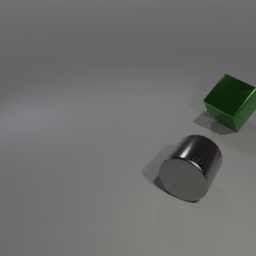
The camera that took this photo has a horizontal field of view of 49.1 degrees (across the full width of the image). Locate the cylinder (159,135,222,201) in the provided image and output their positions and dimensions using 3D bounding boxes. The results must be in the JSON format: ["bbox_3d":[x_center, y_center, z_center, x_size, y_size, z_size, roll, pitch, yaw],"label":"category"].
[{"bbox_3d":[1.803,1.100,7.972,1.400,1.400,1.400,17,34,27],"label":"cylinder"}]

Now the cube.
[{"bbox_3d":[4.019,-0.969,10.887,1.400,1.400,1.400,37,88,35],"label":"cube"}]
